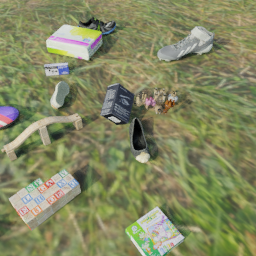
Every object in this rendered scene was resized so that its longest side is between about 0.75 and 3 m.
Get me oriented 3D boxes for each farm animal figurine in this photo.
[{"bbox_3d":[1.108,-1.010,11.093,1.532,0.799,1.515,16,34,12],"label":"farm animal figurine"}]

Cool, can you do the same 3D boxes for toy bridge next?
[{"bbox_3d":[-2.979,0.167,9.812,2.894,0.973,0.394,-27,53,-24],"label":"toy bridge"}]

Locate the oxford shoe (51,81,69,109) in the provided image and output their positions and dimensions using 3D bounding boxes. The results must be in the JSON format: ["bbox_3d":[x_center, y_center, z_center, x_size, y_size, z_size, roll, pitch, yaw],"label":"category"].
[{"bbox_3d":[-2.840,-1.378,11.612,0.601,0.462,1.600,35,38,-27],"label":"oxford shoe"}]

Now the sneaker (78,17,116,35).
[{"bbox_3d":[-1.670,-5.594,15.276,2.140,0.887,0.759,-11,40,-12],"label":"sneaker"}]

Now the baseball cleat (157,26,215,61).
[{"bbox_3d":[2.779,-4.128,13.492,2.827,1.505,0.986,-16,54,-12],"label":"baseball cleat"}]

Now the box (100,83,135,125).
[{"bbox_3d":[-0.375,-0.872,10.443,0.654,0.927,1.253,-8,60,44],"label":"box"}]

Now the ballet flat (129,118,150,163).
[{"bbox_3d":[0.346,0.429,9.852,0.628,0.537,1.890,-8,47,-8],"label":"ballet flat"}]

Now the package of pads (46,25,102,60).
[{"bbox_3d":[-2.661,-4.400,14.222,2.369,0.808,1.830,16,49,14],"label":"package of pads"}]

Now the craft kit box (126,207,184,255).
[{"bbox_3d":[0.727,2.934,7.693,1.162,0.282,1.148,-28,50,-24],"label":"craft kit box"}]

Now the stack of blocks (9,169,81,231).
[{"bbox_3d":[-2.437,2.013,8.365,1.777,0.520,1.023,-35,56,-28],"label":"stack of blocks"}]

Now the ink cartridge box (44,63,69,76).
[{"bbox_3d":[-3.252,-2.694,12.833,1.037,0.487,0.229,-6,46,-5],"label":"ink cartridge box"}]

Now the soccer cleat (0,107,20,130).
[{"bbox_3d":[-5.590,-0.454,10.307,2.954,1.081,1.007,-8,47,-8],"label":"soccer cleat"}]
